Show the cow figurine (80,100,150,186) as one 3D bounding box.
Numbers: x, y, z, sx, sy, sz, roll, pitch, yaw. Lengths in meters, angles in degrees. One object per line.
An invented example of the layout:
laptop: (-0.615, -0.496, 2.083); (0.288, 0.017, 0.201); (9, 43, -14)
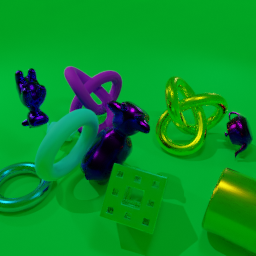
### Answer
cow figurine: (-0.289, 0.296, 5.548); (0.949, 1.701, 1.729); (35, 71, 6)

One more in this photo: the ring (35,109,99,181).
ring: (-1.194, 0.354, 5.680); (0.335, 1.674, 1.674); (33, 44, 16)

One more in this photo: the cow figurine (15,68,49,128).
cow figurine: (-2.117, -0.588, 6.158); (0.623, 1.117, 1.135); (-18, 64, -31)

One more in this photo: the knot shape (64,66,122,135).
knot shape: (-0.824, -0.887, 7.745); (0.921, 1.994, 1.866); (-10, 15, 44)

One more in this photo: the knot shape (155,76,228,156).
knot shape: (1.632, -0.318, 6.962); (1.805, 1.928, 0.891); (-3, 7, -18)

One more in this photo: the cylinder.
cylinder: (1.974, 1.397, 4.671); (1.142, 1.142, 1.142); (22, 39, 24)

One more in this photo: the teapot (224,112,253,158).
teapot: (2.660, 0.129, 6.794); (0.601, 0.763, 1.228); (-18, 58, 28)

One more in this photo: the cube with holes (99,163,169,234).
cube with holes: (0.151, 1.180, 4.914); (0.895, 0.895, 0.895); (15, -6, 12)

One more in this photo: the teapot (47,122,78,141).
teapot: (-1.734, 0.041, 7.173); (1.127, 0.552, 0.701); (4, -6, 32)

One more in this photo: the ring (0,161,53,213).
ring: (-2.263, 1.192, 5.860); (1.355, 0.271, 1.355); (0, 34, 0)
